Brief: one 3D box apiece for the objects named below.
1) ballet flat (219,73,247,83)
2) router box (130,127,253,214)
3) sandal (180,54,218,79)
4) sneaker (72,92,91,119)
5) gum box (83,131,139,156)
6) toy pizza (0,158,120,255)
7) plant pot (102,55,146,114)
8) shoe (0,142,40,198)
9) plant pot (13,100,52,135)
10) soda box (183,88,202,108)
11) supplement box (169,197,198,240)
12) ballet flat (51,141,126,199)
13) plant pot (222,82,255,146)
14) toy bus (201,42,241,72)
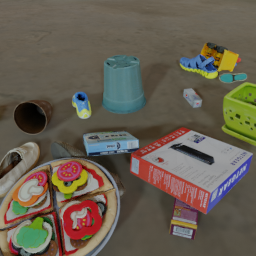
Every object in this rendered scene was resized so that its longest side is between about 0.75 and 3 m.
[{"bbox_3d":[4.933,-2.377,13.300,1.360,0.472,0.472,-1,34,-5],"label":"ballet flat"},{"bbox_3d":[1.751,0.947,7.627,2.306,0.628,2.569,23,30,36],"label":"router box"},{"bbox_3d":[3.577,-3.266,14.088,0.880,0.964,2.215,-30,42,-34],"label":"sandal"},{"bbox_3d":[-1.812,-1.134,10.933,0.661,0.917,1.745,-13,37,-18],"label":"sneaker"},{"bbox_3d":[-0.578,0.421,8.463,1.436,0.376,1.690,-5,9,-12],"label":"gum box"},{"bbox_3d":[-1.643,1.786,6.354,2.927,0.464,2.927,-6,47,6],"label":"toy pizza"},{"bbox_3d":[-0.205,-1.807,11.078,1.838,1.800,1.838,-3,35,2],"label":"plant pot"},{"bbox_3d":[-3.186,1.015,8.041,0.758,0.579,2.169,6,34,8],"label":"shoe"},{"bbox_3d":[-3.230,-0.534,10.013,1.182,1.182,1.265,4,21,6],"label":"plant pot"},{"bbox_3d":[2.675,-1.257,11.629,0.368,0.342,1.077,-7,35,-10],"label":"soda box"},{"bbox_3d":[1.328,2.067,6.585,0.585,0.461,0.894,9,35,13],"label":"supplement box"},{"bbox_3d":[-1.124,1.101,7.696,2.698,0.909,0.626,27,37,30],"label":"ballet flat"},{"bbox_3d":[4.179,-0.425,9.362,1.653,1.500,1.645,29,44,35],"label":"plant pot"},{"bbox_3d":[4.887,-3.655,14.584,1.719,1.215,1.790,0,29,-24],"label":"toy bus"}]
